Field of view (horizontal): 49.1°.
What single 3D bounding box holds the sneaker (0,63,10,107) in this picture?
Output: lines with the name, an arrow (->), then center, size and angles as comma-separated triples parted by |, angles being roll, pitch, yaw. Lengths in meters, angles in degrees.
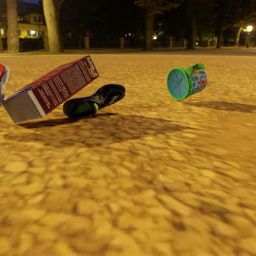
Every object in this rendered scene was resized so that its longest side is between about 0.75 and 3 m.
sneaker -> -3.561, -0.938, 7.180 | 0.688, 1.620, 0.624 | 17, -20, -35

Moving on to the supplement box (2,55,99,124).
supplement box -> -2.203, -1.187, 8.266 | 1.428, 0.799, 2.624 | -7, 29, 40

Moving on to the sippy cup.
sippy cup -> 2.303, -1.750, 10.616 | 1.192, 1.277, 1.627 | -15, 11, -30

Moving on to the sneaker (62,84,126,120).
sneaker -> -0.961, -0.733, 8.562 | 2.040, 0.723, 0.846 | -22, 38, -13
